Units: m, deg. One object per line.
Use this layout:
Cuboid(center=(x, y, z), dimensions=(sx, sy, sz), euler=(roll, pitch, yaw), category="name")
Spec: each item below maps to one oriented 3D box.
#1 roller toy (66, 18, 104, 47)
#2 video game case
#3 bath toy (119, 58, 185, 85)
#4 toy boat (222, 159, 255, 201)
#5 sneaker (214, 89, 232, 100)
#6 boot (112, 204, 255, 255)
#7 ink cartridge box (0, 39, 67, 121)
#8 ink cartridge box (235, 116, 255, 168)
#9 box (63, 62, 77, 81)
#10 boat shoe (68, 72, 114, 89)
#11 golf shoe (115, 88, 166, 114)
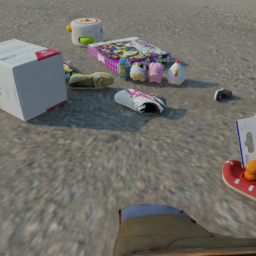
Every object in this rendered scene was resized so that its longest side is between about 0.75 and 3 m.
Cuboid(center=(-2.087, -4.945, 14.304), dimensions=(1.771, 1.238, 1.616), euler=(29, 43, 36), category="roller toy")
Cuboid(center=(-0.013, -3.323, 12.528), dimensions=(2.641, 0.522, 2.913), euler=(-17, 38, -24), category="video game case")
Cuboid(center=(0.919, -2.141, 10.436), dimensions=(2.432, 0.899, 1.058), euler=(6, 35, 8), category="bath toy")
Cuboid(center=(2.575, 0.978, 5.900), dimensions=(1.126, 0.736, 0.735), euler=(25, 41, 33), category="toy boat")
Cuboid(center=(3.226, -1.112, 9.423), dimensions=(0.408, 0.291, 0.822), euler=(21, 35, 35), category="sneaker")
Cuboid(center=(1.097, 1.732, 4.522), dimensions=(2.783, 1.040, 1.349), euler=(-5, 36, -4), category="boot")
Cuboid(center=(-3.439, -1.616, 8.874), dimensions=(2.390, 1.729, 1.737), euler=(23, 40, 31), category="ink cartridge box")
Cuboid(center=(3.530, 0.075, 5.787), dimensions=(2.435, 1.153, 0.452), euler=(-12, 17, 13), category="ink cartridge box")
Cuboid(center=(-2.988, -2.277, 11.124), dimensions=(1.234, 0.341, 1.807), euler=(-22, 39, -29), category="box")
Cuboid(center=(-1.312, -1.624, 9.972), dimensions=(1.642, 0.599, 0.516), euler=(4, 43, 9), category="boat shoe")
Cuboid(center=(0.326, -0.820, 8.713), dimensions=(1.657, 0.602, 0.763), euler=(10, 35, 14), category="golf shoe")
